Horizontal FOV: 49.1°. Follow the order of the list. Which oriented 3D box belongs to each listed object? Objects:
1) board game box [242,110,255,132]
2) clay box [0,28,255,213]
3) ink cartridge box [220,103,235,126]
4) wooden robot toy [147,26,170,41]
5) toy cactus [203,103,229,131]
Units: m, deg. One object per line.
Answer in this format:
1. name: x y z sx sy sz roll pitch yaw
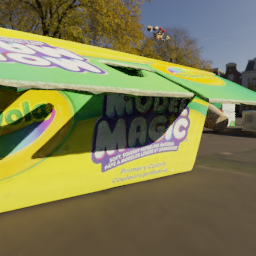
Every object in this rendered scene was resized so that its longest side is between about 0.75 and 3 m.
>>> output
1. board game box: 3.931 -0.122 5.355 1.867 0.475 2.778 -2 3 -22
2. clay box: -0.806 -0.309 1.885 1.663 0.689 2.895 -3 21 -41
3. ink cartridge box: 3.173 -0.481 9.180 0.622 0.848 0.352 -2 3 -30
4. wooden robot toy: 1.315 -4.216 12.589 1.133 0.514 0.499 36 -37 4
5. toy cactus: 1.575 -0.363 6.959 2.484 1.270 2.049 2 20 -26
